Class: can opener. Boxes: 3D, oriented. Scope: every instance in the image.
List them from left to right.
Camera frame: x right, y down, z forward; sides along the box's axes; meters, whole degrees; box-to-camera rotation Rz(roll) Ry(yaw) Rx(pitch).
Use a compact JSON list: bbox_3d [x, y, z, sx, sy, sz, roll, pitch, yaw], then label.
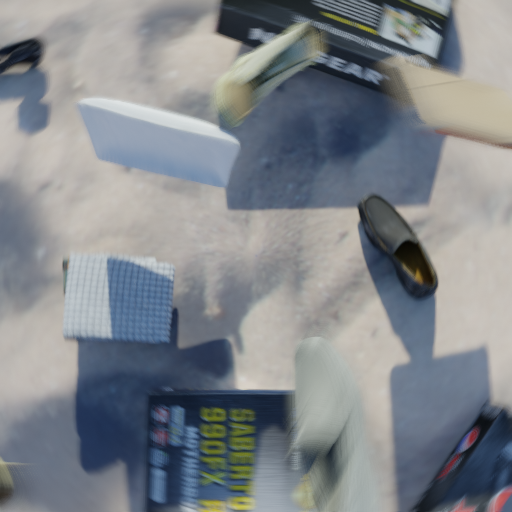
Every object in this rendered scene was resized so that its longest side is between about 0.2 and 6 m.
[{"bbox_3d":[-4.743,-3.690,10.493,1.702,0.669,0.539,-15,88,6],"label":"can opener"}]

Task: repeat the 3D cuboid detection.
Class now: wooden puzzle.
[{"bbox_3d":[2.964,-2.060,7.915,1.954,0.364,1.807,16,40,-11],"label":"wooden puzzle"}]

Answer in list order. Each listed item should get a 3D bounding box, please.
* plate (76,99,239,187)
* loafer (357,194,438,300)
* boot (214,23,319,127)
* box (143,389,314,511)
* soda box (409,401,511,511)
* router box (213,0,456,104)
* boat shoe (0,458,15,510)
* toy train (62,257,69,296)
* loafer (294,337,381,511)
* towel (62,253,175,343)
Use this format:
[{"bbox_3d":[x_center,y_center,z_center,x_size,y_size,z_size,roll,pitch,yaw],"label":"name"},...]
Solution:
[{"bbox_3d":[-1.338,-1.615,7.999,2.099,2.104,0.340,13,80,-6],"label":"plate"},{"bbox_3d":[2.520,-0.239,9.721,0.765,0.759,2.101,-34,81,-5],"label":"loafer"},{"bbox_3d":[0.172,-2.413,7.351,0.570,1.223,1.582,50,41,-28],"label":"boot"},{"bbox_3d":[-0.160,4.130,8.810,3.150,0.961,3.977,1,80,0],"label":"box"},{"bbox_3d":[3.507,3.610,9.004,0.877,0.785,2.477,38,82,7],"label":"soda box"},{"bbox_3d":[1.564,-4.910,10.194,4.038,1.031,3.012,18,80,-5],"label":"router box"},{"bbox_3d":[-3.132,2.099,6.041,0.558,0.505,1.565,-30,114,-12],"label":"boat shoe"},{"bbox_3d":[-3.178,0.362,9.847,0.448,0.335,0.786,-5,77,7],"label":"toy train"},{"bbox_3d":[0.879,2.117,6.858,0.853,0.851,2.438,-32,56,28],"label":"loafer"},{"bbox_3d":[-2.294,0.743,9.431,1.757,0.752,1.455,5,71,-15],"label":"towel"}]
